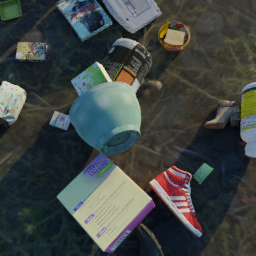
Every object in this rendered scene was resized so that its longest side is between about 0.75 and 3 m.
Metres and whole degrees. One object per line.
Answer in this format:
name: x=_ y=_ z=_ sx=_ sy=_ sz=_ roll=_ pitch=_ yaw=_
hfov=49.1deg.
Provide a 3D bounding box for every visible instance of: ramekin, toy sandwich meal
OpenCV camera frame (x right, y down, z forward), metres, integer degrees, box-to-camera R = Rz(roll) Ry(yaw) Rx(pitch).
ramekin: x=2.820 y=1.704 z=10.573 sx=0.382 sy=0.782 sz=0.782 roll=41 pitch=78 yaw=18
toy sandwich meal: x=2.031 y=-4.098 z=12.282 sx=1.564 sy=0.536 sz=1.564 roll=0 pitch=75 yaw=0

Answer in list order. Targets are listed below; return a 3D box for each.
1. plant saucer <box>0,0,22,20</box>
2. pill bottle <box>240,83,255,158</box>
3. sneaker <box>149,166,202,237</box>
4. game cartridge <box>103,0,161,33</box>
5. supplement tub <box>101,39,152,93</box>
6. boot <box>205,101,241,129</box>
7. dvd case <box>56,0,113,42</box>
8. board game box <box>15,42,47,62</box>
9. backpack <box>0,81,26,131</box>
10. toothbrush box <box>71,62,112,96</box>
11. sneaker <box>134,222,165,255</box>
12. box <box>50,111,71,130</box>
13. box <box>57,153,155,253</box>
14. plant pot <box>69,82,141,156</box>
plant saucer: x=-5.344 y=-5.360 z=12.795 sx=0.948 sy=0.227 sz=0.947 roll=-16 pitch=75 yaw=-5
pill bottle: x=5.131 y=-0.273 z=10.711 sx=1.515 sy=1.515 sz=2.695 roll=7 pitch=75 yaw=2
sneaker: x=2.119 y=2.568 z=10.245 sx=1.443 sy=0.914 sz=2.566 roll=-39 pitch=76 yaw=-7
game cartridge: x=-0.055 y=-5.709 z=12.407 sx=1.877 sy=0.577 sz=2.820 roll=-37 pitch=93 yaw=-16
supplement tub: x=-0.421 y=-1.876 z=11.024 sx=1.777 sy=1.777 sz=2.900 roll=28 pitch=76 yaw=7
boot: x=3.811 y=-0.568 z=11.369 sx=1.516 sy=0.533 sz=1.108 roll=-1 pitch=68 yaw=-1
dvd case: x=-2.002 y=-5.204 z=12.744 sx=1.663 sy=0.251 sz=2.279 roll=-32 pitch=76 yaw=-8
board game box: x=-4.206 y=-3.310 z=12.232 sx=1.247 sy=0.216 sz=0.845 roll=2 pitch=75 yaw=1
backpack: x=-4.851 y=-0.873 z=11.033 sx=1.170 sy=1.542 sz=1.848 roll=24 pitch=72 yaw=-14
toothbrush box: x=-1.264 y=-1.601 z=9.845 sx=1.167 sy=0.502 sz=0.850 roll=-33 pitch=79 yaw=16
sneaker: x=0.765 y=4.543 z=9.721 sx=1.177 sy=0.984 sz=2.592 roll=-31 pitch=73 yaw=2
box: x=-2.736 y=-0.296 z=11.432 sx=0.753 sy=0.155 sz=0.587 roll=19 pitch=75 yaw=4
box: x=-0.741 y=2.565 z=9.789 sx=2.512 sy=1.215 sz=2.210 roll=40 pitch=78 yaw=24
plant pot: x=-0.580 y=-0.120 z=9.789 sx=2.540 sy=2.540 sz=1.702 roll=-23 pitch=61 yaw=-6
